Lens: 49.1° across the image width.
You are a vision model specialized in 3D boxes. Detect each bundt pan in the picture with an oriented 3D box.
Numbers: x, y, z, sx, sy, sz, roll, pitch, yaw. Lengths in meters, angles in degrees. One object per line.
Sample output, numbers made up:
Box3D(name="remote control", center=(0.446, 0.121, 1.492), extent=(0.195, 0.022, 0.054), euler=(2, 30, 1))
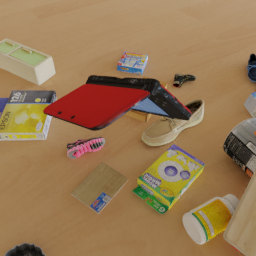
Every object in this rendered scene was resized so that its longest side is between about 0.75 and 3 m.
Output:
Box3D(name="bundt pan", center=(-2.562, 3.486, 6.887), extent=(1.184, 0.444, 1.184), euler=(1, 47, -1))

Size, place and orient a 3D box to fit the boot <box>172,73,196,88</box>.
Box3D(name="boot", center=(2.417, -2.013, 12.106), extent=(0.952, 0.344, 0.719), euler=(10, 50, 17))

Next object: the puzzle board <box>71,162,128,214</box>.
Box3D(name="puzzle board", center=(-0.854, 1.819, 8.670), extent=(1.105, 0.128, 1.466), euler=(29, 54, 23))

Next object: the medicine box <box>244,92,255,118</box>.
Box3D(name="medicine box", center=(5.356, -0.732, 10.509), extent=(1.257, 0.710, 1.380), euler=(-15, 59, -14))

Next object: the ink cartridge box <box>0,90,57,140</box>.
Box3D(name="ink cartridge box", center=(-4.111, -0.541, 10.602), extent=(2.416, 0.568, 2.387), euler=(1, 47, -2))

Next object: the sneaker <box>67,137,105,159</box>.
Box3D(name="sneaker", center=(-1.485, 0.548, 9.645), extent=(1.373, 0.542, 0.655), euler=(-18, 38, -17))

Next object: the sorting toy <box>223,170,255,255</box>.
Box3D(name="sorting toy", center=(3.684, 2.526, 7.068), extent=(2.248, 0.787, 2.262), euler=(37, 63, 7))

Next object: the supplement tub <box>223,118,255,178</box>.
Box3D(name="supplement tub", center=(4.259, 0.958, 8.523), extent=(1.501, 1.501, 2.450), euler=(-23, 51, -20))

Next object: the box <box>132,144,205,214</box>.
Box3D(name="box", center=(1.245, 1.536, 8.673), extent=(1.263, 0.521, 2.153), euler=(33, 57, 27))

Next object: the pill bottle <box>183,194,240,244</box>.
Box3D(name="pill bottle", center=(2.335, 2.410, 7.608), extent=(1.525, 0.860, 0.860), euler=(-22, 51, -20))

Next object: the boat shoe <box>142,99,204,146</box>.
Box3D(name="boat shoe", center=(1.655, -0.272, 10.087), extent=(2.735, 0.888, 0.987), euler=(-25, 52, -22))

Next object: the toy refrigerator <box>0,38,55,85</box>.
Box3D(name="toy refrigerator", center=(-4.783, -3.055, 12.607), extent=(2.898, 1.014, 1.100), euler=(25, 52, 22))

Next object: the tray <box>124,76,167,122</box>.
Box3D(name="tray", center=(0.696, -1.224, 11.326), extent=(1.080, 0.406, 2.190), euler=(19, 51, 17))

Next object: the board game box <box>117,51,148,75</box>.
Box3D(name="board game box", center=(0.221, -3.044, 13.062), extent=(1.182, 0.330, 1.158), euler=(12, 49, 11))

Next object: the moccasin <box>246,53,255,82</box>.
Box3D(name="moccasin", center=(5.572, -2.709, 12.479), extent=(0.710, 0.601, 1.763), euler=(-15, 37, 20))

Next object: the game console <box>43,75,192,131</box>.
Box3D(name="game console", center=(-0.277, -0.355, 6.567), extent=(2.602, 2.242, 1.544), euler=(17, 77, 50))
